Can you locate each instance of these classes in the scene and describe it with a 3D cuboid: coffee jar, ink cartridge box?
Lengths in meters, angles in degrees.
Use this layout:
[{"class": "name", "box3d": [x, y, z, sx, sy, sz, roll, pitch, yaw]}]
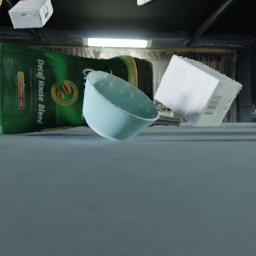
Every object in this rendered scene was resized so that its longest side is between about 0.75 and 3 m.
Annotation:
[{"class": "coffee jar", "box3d": [-0.902, -0.663, 5.277, 2.956, 1.541, 1.261, -2, 3, -26]}, {"class": "ink cartridge box", "box3d": [-1.966, -2.378, 5.747, 0.619, 0.359, 0.839, -1, 42, 5]}]

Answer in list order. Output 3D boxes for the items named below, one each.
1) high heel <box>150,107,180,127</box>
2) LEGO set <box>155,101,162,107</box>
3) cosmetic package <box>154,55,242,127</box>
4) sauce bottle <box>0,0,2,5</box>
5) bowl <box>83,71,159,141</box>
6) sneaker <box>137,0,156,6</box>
[{"class": "high heel", "box3d": [1.083, -0.561, 12.195, 1.821, 0.912, 2.554, 6, 10, -7]}, {"class": "LEGO set", "box3d": [-0.201, -0.378, 8.473, 1.733, 1.305, 2.253, -35, 15, -29]}, {"class": "cosmetic package", "box3d": [2.919, -1.554, 11.869, 2.053, 2.066, 2.469, -2, 35, -45]}, {"class": "sauce bottle", "box3d": [-3.619, -3.398, 7.278, 0.640, 0.640, 1.939, -1, -31, -40]}, {"class": "bowl", "box3d": [-0.155, -0.211, 3.351, 0.954, 0.499, 0.954, 26, 26, -14]}, {"class": "sneaker", "box3d": [0.946, -4.136, 7.834, 1.981, 0.786, 0.732, -8, 21, 42]}]
